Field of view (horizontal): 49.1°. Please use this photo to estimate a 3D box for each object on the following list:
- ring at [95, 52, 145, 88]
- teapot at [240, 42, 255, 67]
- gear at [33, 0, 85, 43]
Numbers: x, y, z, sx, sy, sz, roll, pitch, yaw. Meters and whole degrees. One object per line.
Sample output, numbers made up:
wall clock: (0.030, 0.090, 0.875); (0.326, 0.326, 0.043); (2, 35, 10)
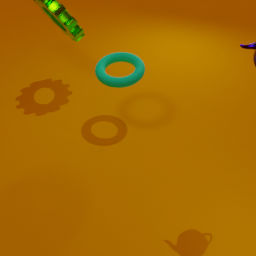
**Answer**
ring: (-0.234, -1.725, 8.225); (1.475, 0.295, 1.475); (-2, 50, 2)
teapot: (2.454, -1.236, 4.861); (1.100, 0.539, 0.684); (23, 76, -21)
gear: (-2.301, -3.715, 9.249); (0.375, 2.029, 2.029); (-47, 54, -1)
